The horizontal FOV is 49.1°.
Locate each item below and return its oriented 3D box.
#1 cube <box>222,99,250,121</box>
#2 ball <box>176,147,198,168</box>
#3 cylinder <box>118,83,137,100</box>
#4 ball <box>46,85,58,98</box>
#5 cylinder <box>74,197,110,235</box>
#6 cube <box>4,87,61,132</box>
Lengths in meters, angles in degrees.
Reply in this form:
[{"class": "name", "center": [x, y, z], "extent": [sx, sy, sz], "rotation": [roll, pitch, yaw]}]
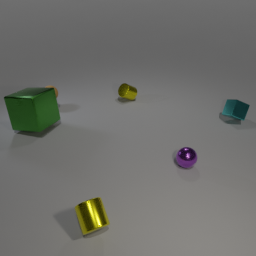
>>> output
[{"class": "cube", "center": [4.562, -0.773, 11.879], "extent": [0.700, 0.700, 0.700], "rotation": [19, 1, -16]}, {"class": "ball", "center": [1.946, 0.976, 9.288], "extent": [0.700, 0.700, 0.700], "rotation": [0, 30, 0]}, {"class": "cylinder", "center": [-0.014, -1.779, 13.807], "extent": [0.700, 0.700, 0.700], "rotation": [14, 12, -47]}, {"class": "ball", "center": [-3.537, -1.583, 12.758], "extent": [0.700, 0.700, 0.700], "rotation": [0, 30, 0]}, {"class": "cylinder", "center": [-0.878, 2.154, 6.870], "extent": [0.700, 0.700, 0.700], "rotation": [-14, 69, -23]}, {"class": "cube", "center": [-3.774, -0.769, 11.196], "extent": [1.400, 1.400, 1.400], "rotation": [3, 24, 22]}]
